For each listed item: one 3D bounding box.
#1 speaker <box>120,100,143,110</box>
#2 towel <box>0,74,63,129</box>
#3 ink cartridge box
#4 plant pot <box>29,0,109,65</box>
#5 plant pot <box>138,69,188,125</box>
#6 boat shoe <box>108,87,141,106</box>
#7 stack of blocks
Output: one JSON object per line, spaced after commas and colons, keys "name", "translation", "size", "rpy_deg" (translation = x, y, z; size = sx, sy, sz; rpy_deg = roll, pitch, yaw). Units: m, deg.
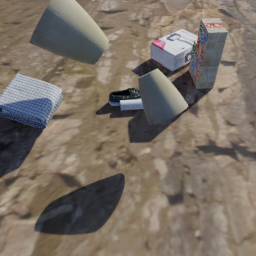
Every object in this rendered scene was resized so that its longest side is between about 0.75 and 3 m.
{"name": "speaker", "translation": [0.184, -0.958, 11.578], "size": [1.012, 0.411, 0.411], "rpy_deg": [-4, 46, -3]}
{"name": "towel", "translation": [-3.866, -1.012, 11.085], "size": [2.121, 0.908, 1.757], "rpy_deg": [17, 59, 8]}
{"name": "ink cartridge box", "translation": [2.505, -3.990, 14.154], "size": [2.257, 0.952, 1.634], "rpy_deg": [-31, 53, -27]}
{"name": "plant pot", "translation": [-1.922, -3.320, 9.959], "size": [2.286, 2.141, 2.141], "rpy_deg": [29, 42, -21]}
{"name": "plant pot", "translation": [0.936, -1.045, 8.797], "size": [1.376, 1.469, 1.376], "rpy_deg": [-27, 9, 5]}
{"name": "boat shoe", "translation": [0.102, -1.420, 11.932], "size": [1.926, 0.545, 0.661], "rpy_deg": [-16, 48, -15]}
{"name": "stack of blocks", "translation": [3.403, -3.275, 12.200], "size": [0.804, 2.745, 1.581], "rpy_deg": [-3, 47, -3]}
